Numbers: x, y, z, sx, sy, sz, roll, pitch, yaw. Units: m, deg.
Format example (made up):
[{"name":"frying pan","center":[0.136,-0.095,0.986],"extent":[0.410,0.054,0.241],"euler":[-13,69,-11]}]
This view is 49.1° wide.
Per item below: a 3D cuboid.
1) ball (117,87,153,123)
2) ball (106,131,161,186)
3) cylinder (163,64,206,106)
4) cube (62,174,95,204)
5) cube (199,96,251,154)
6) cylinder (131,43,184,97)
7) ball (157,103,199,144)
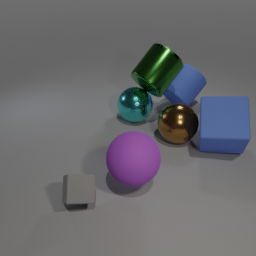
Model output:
[{"name":"ball","center":[0.274,-0.913,10.979],"extent":[1.400,1.400,1.400],"euler":[0,30,0]},{"name":"ball","center":[0.138,0.777,7.156],"extent":[1.400,1.400,1.400],"euler":[0,30,0]},{"name":"cylinder","center":[2.367,-1.767,11.950],"extent":[1.400,1.400,1.400],"euler":[-52,46,-4]},{"name":"cube","center":[-1.252,1.540,7.076],"extent":[0.700,0.700,0.700],"euler":[4,-13,-21]},{"name":"cube","center":[3.002,-0.076,8.894],"extent":[1.400,1.400,1.400],"euler":[1,68,14]},{"name":"cylinder","center":[1.046,-2.071,10.140],"extent":[1.400,1.400,1.400],"euler":[-53,46,-3]},{"name":"ball","center":[1.719,-0.160,9.650],"extent":[1.400,1.400,1.400],"euler":[0,30,0]}]
